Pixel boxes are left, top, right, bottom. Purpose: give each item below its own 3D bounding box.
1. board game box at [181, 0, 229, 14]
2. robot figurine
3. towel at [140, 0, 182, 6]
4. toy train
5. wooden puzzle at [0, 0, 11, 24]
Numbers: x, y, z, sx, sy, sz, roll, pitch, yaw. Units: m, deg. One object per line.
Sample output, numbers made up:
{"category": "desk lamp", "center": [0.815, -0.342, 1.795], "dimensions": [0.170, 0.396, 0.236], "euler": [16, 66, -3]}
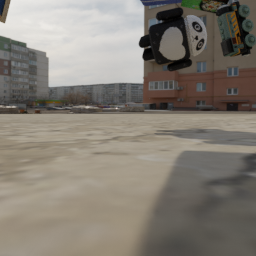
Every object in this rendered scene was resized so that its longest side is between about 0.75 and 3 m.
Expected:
{"category": "board game box", "center": [1.616, -2.676, 5.923], "dimensions": [0.926, 0.109, 0.485], "euler": [14, -13, 4]}
{"category": "robot figurine", "center": [1.671, -3.247, 10.472], "dimensions": [2.472, 1.543, 1.857], "euler": [-10, -22, 14]}
{"category": "towel", "center": [0.957, -4.206, 7.939], "dimensions": [1.750, 0.288, 2.417], "euler": [2, -4, 18]}
{"category": "toy train", "center": [2.192, -2.009, 5.756], "dimensions": [0.653, 1.146, 0.488], "euler": [-15, 4, -13]}
{"category": "wooden puzzle", "center": [-3.665, -3.798, 7.853], "dimensions": [0.362, 1.448, 1.563], "euler": [6, 19, -46]}
